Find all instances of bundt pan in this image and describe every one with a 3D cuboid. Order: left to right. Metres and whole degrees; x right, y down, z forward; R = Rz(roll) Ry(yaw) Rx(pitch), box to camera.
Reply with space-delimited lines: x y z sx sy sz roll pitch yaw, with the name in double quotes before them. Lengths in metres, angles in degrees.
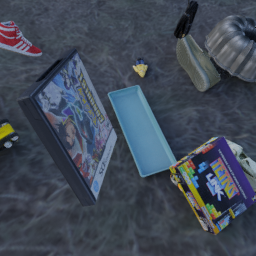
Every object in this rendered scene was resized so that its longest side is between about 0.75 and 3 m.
"bundt pan" 3.741 -2.614 8.747 2.509 0.942 2.509 10 53 -13

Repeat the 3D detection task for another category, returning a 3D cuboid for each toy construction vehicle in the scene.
"toy construction vehicle" -4.442 0.295 7.362 2.536 0.893 2.208 -37 75 -19

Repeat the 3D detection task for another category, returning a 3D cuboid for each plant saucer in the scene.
"plant saucer" 0.328 0.007 7.799 1.015 0.275 2.902 -16 58 -11

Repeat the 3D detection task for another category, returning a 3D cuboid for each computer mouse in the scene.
"computer mouse" 1.328 -2.597 5.600 0.498 2.926 0.858 41 86 12

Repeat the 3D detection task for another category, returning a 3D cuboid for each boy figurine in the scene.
"boy figurine" 0.400 -1.976 9.143 0.473 0.245 0.761 0 54 -4

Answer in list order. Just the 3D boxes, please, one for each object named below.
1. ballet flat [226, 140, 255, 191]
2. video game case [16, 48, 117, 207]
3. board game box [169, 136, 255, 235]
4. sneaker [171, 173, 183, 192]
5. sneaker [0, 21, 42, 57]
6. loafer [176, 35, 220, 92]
"ballet flat" 2.851 0.793 7.085 0.595 0.595 1.712 -27 60 -17
"video game case" -0.537 -0.047 3.110 0.172 1.348 1.218 -12 31 19
"board game box" 1.957 1.261 6.345 1.402 0.481 1.696 -31 93 -17
"sneaker" 1.719 0.943 6.962 1.572 0.615 0.607 -29 26 -22
"sneaker" -2.059 -1.724 5.415 0.934 0.525 0.333 5 27 -43
"loafer" 2.229 -2.138 8.982 0.770 0.831 2.210 -13 66 -15
